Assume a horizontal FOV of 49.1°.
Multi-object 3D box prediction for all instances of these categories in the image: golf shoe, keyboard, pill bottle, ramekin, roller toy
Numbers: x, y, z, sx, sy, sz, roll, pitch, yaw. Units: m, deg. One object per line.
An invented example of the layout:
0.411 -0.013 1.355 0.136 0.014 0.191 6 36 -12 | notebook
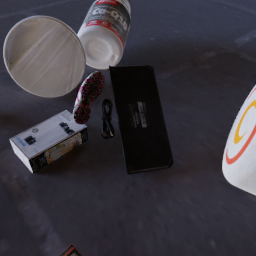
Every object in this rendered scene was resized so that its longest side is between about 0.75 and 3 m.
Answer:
-1.050 -0.814 7.086 0.511 1.407 0.648 23 12 -24 | golf shoe
0.065 -0.266 6.911 1.659 0.355 2.764 -6 74 -17 | keyboard
-0.801 -3.748 10.459 1.690 1.690 2.968 5 51 6 | pill bottle
-2.468 -2.247 8.652 2.392 2.392 1.114 -4 29 -4 | ramekin
3.274 0.276 5.615 1.943 2.781 2.537 23 90 7 | roller toy

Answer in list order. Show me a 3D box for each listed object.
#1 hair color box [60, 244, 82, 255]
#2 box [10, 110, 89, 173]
-0.863 2.462 4.833 0.795 0.243 0.403 41 54 16 | hair color box
-1.975 0.289 7.179 1.692 0.509 0.987 -31 51 -30 | box
